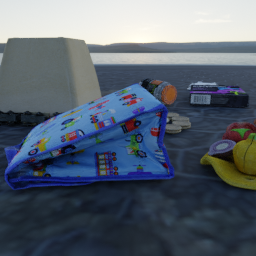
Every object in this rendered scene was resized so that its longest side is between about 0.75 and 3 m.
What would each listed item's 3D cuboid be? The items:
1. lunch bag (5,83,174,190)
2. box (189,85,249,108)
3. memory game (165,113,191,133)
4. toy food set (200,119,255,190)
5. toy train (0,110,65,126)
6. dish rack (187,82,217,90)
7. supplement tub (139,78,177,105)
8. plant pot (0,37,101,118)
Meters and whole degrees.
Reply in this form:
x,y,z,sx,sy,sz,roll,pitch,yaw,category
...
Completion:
x,y,z,sx,sy,sz,roll,pitch,yaw,category
-0.789,0.168,4.795,2.609,1.227,1.964,-11,19,-6,lunch bag
3.498,-1.339,11.153,2.035,0.514,2.847,3,15,12,box
0.487,-0.176,7.582,2.422,0.154,2.422,1,16,0,memory game
2.208,0.208,4.917,1.456,0.808,2.475,9,18,31,toy food set
-2.361,-0.235,7.387,2.479,0.423,0.568,3,3,12,toy train
3.960,-2.210,14.700,1.333,0.338,1.553,9,17,32,dish rack
1.071,-1.337,10.391,0.864,0.864,1.411,-11,22,-36,supplement tub
-2.358,-1.592,8.695,2.606,2.307,2.603,4,16,10,plant pot
